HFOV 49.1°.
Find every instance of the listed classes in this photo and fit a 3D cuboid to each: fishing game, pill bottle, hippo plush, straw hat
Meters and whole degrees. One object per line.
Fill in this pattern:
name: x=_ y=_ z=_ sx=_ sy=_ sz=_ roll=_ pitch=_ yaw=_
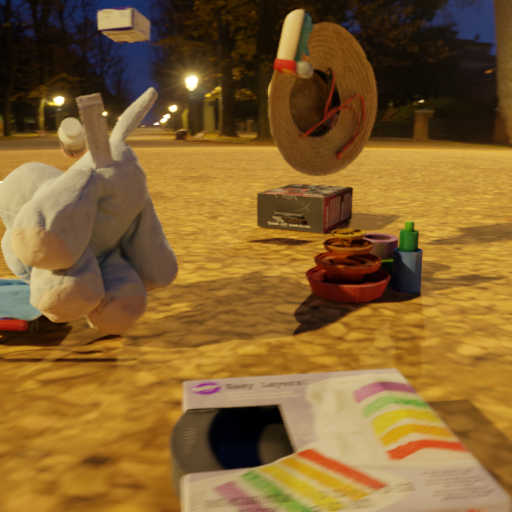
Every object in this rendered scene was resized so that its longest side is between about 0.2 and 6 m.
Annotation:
fishing game: x=-3.355 y=0.684 z=7.438 sx=2.431 sy=0.528 sz=3.395 roll=2 pitch=5 yaw=-2
pill bottle: x=-3.383 y=-2.179 z=10.335 sx=0.475 sy=0.475 sz=0.858 roll=-4 pitch=-14 yaw=-16
hippo plush: x=-2.630 y=-0.452 z=7.178 sx=2.350 sy=2.923 sz=2.329 roll=2 pitch=19 yaw=30
straw hat: x=0.966 y=-3.026 z=11.123 sx=3.004 sy=3.004 sz=1.272 roll=-11 pitch=23 yaw=-38

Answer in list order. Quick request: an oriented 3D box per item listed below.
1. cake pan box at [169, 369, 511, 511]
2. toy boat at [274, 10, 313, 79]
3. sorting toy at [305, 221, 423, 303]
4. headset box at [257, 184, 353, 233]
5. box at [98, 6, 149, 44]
cake pan box: x=0.406 y=1.489 z=4.122 sx=2.061 sy=0.539 sz=1.898 roll=-1 pitch=12 yaw=-6
toy boat: x=0.662 y=-3.273 z=9.054 sx=0.594 sy=1.074 sz=1.277 roll=13 pitch=48 yaw=-1
sorting toy: x=1.893 y=-0.068 z=9.114 sx=1.619 sy=1.106 sz=2.695 roll=8 pitch=15 yaw=28
headset box: x=1.217 y=-1.233 z=14.182 sx=1.796 sy=0.906 sz=2.416 roll=7 pitch=16 yaw=26
box: x=-2.148 y=-3.750 z=9.129 sx=0.604 sy=0.344 sz=0.656 roll=1 pitch=1 yaw=16
